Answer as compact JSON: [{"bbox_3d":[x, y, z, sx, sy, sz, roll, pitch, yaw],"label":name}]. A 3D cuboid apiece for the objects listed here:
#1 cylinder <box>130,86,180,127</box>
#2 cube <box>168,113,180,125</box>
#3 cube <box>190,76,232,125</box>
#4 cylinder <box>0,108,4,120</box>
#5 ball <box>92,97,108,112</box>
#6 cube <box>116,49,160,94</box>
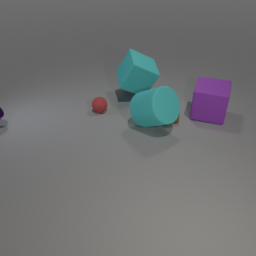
[{"bbox_3d":[1.014,-0.784,10.681,1.400,1.400,1.400,-24,10,-35],"label":"cylinder"},{"bbox_3d":[1.703,-0.611,11.798,0.700,0.700,0.700,-9,32,-15],"label":"cube"},{"bbox_3d":[3.512,-1.187,11.904,1.400,1.400,1.400,11,39,16],"label":"cube"},{"bbox_3d":[-5.447,-0.476,11.168,0.700,0.700,0.700,-39,19,25],"label":"cylinder"},{"bbox_3d":[-1.261,-1.041,12.476,0.700,0.700,0.700,0,30,0],"label":"ball"},{"bbox_3d":[0.434,-2.570,13.159,1.400,1.400,1.400,17,39,-26],"label":"cube"}]
